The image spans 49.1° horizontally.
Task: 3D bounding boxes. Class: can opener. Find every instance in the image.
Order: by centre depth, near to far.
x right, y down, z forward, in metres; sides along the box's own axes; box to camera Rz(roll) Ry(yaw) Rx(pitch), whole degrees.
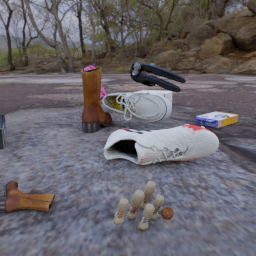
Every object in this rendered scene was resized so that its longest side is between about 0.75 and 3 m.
[{"bbox_3d":[0.852,-1.574,8.447,0.849,0.685,2.160,12,8,-43],"label":"can opener"}]

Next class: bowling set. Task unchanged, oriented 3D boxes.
[{"bbox_3d":[0.277,1.242,4.043,0.665,0.513,0.955,32,28,30],"label":"bowling set"}]

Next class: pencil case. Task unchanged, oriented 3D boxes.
[{"bbox_3d":[-1.266,-1.726,10.790,0.622,1.371,0.642,-24,-3,30],"label":"pencil case"}]

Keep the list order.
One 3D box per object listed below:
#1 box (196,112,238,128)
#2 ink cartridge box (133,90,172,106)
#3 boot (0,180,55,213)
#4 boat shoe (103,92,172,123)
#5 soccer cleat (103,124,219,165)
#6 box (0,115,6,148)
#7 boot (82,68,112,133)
[{"bbox_3d":[3.315,-0.317,10.577,1.620,0.336,0.964,-15,20,-39],"label":"box"},{"bbox_3d":[1.012,-1.233,13.086,1.555,0.898,2.130,7,15,25],"label":"ink cartridge box"},{"bbox_3d":[-1.662,1.119,4.701,0.837,0.287,0.788,-1,13,-6],"label":"boot"},{"bbox_3d":[0.101,-0.797,9.465,1.183,1.025,2.775,1,13,-44],"label":"boat shoe"},{"bbox_3d":[0.690,0.447,6.427,2.634,0.904,1.122,2,22,21],"label":"soccer cleat"},{"bbox_3d":[-4.931,0.171,7.975,2.660,0.579,2.131,-5,15,-21],"label":"box"},{"bbox_3d":[-1.101,-1.049,9.801,0.714,2.085,1.963,6,15,25],"label":"boot"}]
